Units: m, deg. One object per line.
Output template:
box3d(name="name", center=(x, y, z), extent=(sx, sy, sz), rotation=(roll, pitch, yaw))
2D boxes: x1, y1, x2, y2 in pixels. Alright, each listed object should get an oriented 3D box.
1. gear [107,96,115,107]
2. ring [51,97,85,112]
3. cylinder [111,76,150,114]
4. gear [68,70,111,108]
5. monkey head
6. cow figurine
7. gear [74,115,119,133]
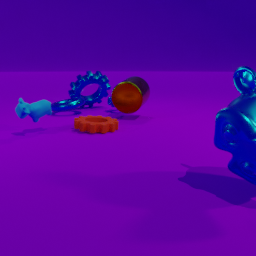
box3d(name="gear", center=(-0.239, -0.992, 11.012), extent=(1.130, 0.209, 1.130), rotation=(7, -13, 2))
box3d(name="ring", center=(-2.271, -0.896, 10.529), extent=(1.355, 0.271, 1.355), rotation=(-11, 14, 3))
box3d(name="cylinder", center=(0.114, -1.140, 9.539), extent=(1.076, 1.076, 1.076), rotation=(4, 21, 18))
box3d(name="gear", center=(-1.573, -1.574, 11.558), extent=(1.729, 1.729, 0.320), rotation=(-8, 50, -31))
box3d(name="monkey head", center=(1.965, 0.041, 3.821), extent=(1.175, 1.949, 1.402), rotation=(-30, 0, -31))
box3d(name="cow figurine", center=(-2.451, -0.515, 7.344), extent=(0.919, 0.504, 0.904), rotation=(-29, -17, -20))
box3d(name="gear", center=(-0.897, -0.123, 7.929), extent=(1.243, 0.230, 1.243), rotation=(4, 14, -1))
